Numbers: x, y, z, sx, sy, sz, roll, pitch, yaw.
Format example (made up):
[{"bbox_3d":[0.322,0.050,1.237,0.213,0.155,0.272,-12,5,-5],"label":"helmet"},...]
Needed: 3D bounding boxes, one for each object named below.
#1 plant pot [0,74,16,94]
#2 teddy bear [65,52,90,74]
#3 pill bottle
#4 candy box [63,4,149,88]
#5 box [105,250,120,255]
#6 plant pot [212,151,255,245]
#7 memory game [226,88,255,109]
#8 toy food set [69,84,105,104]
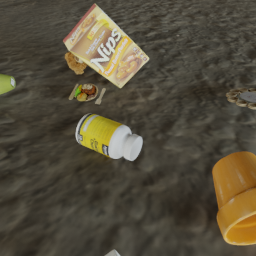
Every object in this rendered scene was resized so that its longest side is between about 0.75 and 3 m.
[{"bbox_3d":[-4.583,-1.592,10.038,0.934,0.874,0.874,-6,37,3],"label":"plant pot"},{"bbox_3d":[-1.522,-3.208,11.833,2.239,1.624,0.748,-17,21,-22],"label":"teddy bear"},{"bbox_3d":[-0.509,0.273,7.704,1.709,0.957,0.957,20,41,24],"label":"pill bottle"},{"bbox_3d":[-0.677,-2.745,9.886,1.613,2.795,0.773,-45,51,13],"label":"candy box"},{"bbox_3d":[-0.395,2.591,4.363,1.067,0.812,0.567,-33,37,-8],"label":"box"},{"bbox_3d":[2.425,1.317,5.633,1.571,1.571,1.439,-5,46,-7],"label":"plant pot"},{"bbox_3d":[4.393,-1.039,9.788,1.882,0.120,1.882,0,28,0],"label":"memory game"},{"bbox_3d":[-1.497,-1.308,10.155,1.249,0.251,0.862,10,60,16],"label":"toy food set"}]
